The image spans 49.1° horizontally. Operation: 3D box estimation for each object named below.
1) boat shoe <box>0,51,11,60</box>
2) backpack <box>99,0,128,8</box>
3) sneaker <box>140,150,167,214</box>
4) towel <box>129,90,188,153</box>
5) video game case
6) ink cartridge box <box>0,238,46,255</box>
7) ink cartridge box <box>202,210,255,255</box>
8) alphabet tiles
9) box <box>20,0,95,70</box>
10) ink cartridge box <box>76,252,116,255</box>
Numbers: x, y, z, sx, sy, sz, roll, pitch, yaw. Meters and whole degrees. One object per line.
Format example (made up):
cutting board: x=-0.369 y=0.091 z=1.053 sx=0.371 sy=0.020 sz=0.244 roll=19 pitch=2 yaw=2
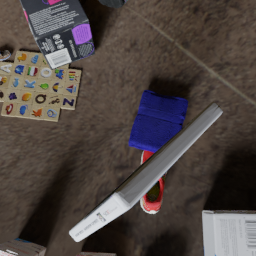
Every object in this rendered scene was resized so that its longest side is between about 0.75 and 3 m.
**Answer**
boat shoe: x=-4.205 y=-2.354 z=9.092 sx=0.769 sy=0.278 sz=0.278 roll=-21 pitch=76 yaw=-5
backpack: x=-0.278 y=-3.957 z=7.876 sx=0.955 sy=0.725 sz=1.145 roll=23 pitch=72 yaw=19
sneaker: x=0.755 y=1.304 z=7.760 sx=0.783 sy=0.863 sz=2.032 roll=1 pitch=63 yaw=1
towel: x=0.912 y=-0.141 z=8.273 sx=1.431 sy=0.480 sz=1.938 roll=14 pitch=63 yaw=7
video game case: x=0.293 y=0.832 z=5.090 sx=0.317 sy=2.464 sz=2.710 roll=48 pitch=52 yaw=7
ink cartridge box: x=-2.731 y=3.226 z=6.961 sx=0.902 sy=1.555 sz=0.528 roll=17 pitch=76 yaw=4
ink cartridge box: x=3.530 y=3.212 z=7.123 sx=2.932 sy=1.241 sz=2.119 roll=1 pitch=75 yaw=2
alphabet tiles: x=-2.912 y=-1.366 z=8.935 sx=2.688 sy=0.085 sz=2.237 roll=6 pitch=76 yaw=2
box: x=-2.330 y=-3.626 z=8.587 sx=1.571 sy=1.811 sz=2.963 roll=-22 pitch=74 yaw=-7
ink cartridge box: x=-0.857 y=4.038 z=7.244 sx=1.050 sy=0.593 sz=1.433 roll=3 pitch=75 yaw=1
